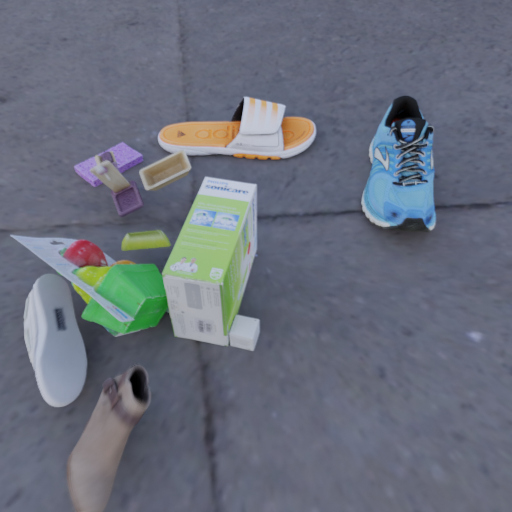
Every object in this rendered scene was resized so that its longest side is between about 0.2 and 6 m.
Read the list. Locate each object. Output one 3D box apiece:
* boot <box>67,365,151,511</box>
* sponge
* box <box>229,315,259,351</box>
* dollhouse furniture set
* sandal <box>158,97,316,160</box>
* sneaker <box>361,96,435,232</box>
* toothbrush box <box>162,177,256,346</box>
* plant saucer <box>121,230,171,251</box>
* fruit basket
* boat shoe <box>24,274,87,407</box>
[{"bbox_3d":[-1.594,1.983,6.287,0.530,1.103,1.508,30,22,-31],"label":"boot"},{"bbox_3d":[-2.764,-1.736,10.545,1.121,0.167,0.625,-36,56,-29],"label":"sponge"},{"bbox_3d":[-0.159,1.075,7.822,0.354,0.303,0.352,11,48,10],"label":"box"},{"bbox_3d":[-1.951,-1.599,9.084,1.482,1.052,1.174,-25,68,4],"label":"dollhouse furniture set"},{"bbox_3d":[-0.367,-2.508,10.768,3.105,0.890,1.189,-3,47,-3],"label":"sandal"},{"bbox_3d":[2.470,-1.657,9.628,1.210,1.389,3.088,3,47,2],"label":"sneaker"},{"bbox_3d":[-0.579,0.058,8.012,0.839,1.419,1.950,8,47,8],"label":"toothbrush box"},{"bbox_3d":[-1.661,-0.250,8.389,0.710,0.170,0.709,-6,12,-12],"label":"plant saucer"},{"bbox_3d":[-2.157,0.319,7.697,1.909,1.768,0.895,28,96,13],"label":"fruit basket"},{"bbox_3d":[-2.745,1.150,7.408,0.662,0.604,1.839,6,54,-46],"label":"boat shoe"}]
